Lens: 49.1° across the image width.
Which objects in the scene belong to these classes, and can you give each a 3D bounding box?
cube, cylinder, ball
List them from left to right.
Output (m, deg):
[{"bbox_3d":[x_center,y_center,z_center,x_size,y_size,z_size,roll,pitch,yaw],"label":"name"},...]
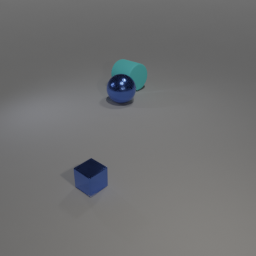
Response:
[{"bbox_3d":[-1.071,1.425,8.125,0.700,0.700,0.700,24,37,34],"label":"cube"},{"bbox_3d":[-0.317,-1.862,13.270,1.400,1.400,1.400,0,29,0],"label":"ball"},{"bbox_3d":[0.067,-2.848,14.934,1.400,1.400,1.400,-24,36,-36],"label":"cylinder"}]
